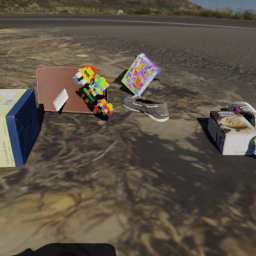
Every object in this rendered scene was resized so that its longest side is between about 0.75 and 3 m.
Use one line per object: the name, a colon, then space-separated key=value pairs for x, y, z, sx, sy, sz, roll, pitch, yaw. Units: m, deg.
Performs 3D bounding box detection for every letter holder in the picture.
letter holder: x=-2.507 y=-1.901 z=12.842 sx=2.942 sy=2.091 sz=1.480 roll=3 pitch=22 yaw=6

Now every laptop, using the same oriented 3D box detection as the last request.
laptop: x=0.518 y=-2.899 z=17.287 sx=1.900 sy=1.107 sz=2.144 roll=21 pitch=59 yaw=38

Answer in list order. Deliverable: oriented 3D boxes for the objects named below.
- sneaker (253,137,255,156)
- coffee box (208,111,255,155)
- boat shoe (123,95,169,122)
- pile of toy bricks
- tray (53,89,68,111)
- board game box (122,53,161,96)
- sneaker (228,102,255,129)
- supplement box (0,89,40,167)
sneaker: x=4.629 y=0.794 z=9.204 sx=1.565 sy=0.822 sz=0.593 roll=21 pitch=1 yaw=-25
coffee box: x=3.754 y=0.123 z=10.184 sx=1.158 sy=0.818 sz=2.049 roll=0 pitch=26 yaw=-1
boat shoe: x=0.803 y=-1.119 z=12.776 sx=0.941 sy=0.802 sz=2.815 roll=-20 pitch=32 yaw=-35
pile of toy bricks: x=-1.127 y=-1.525 z=10.564 sx=0.976 sy=1.977 sz=1.097 roll=-43 pitch=22 yaw=-16
tray: x=-2.861 y=-1.196 z=11.843 sx=0.104 sy=0.504 sz=0.939 roll=10 pitch=48 yaw=20
board game box: x=0.620 y=-2.616 z=14.067 sx=1.259 sy=1.873 sz=0.419 roll=45 pitch=45 yaw=5
sneaker: x=4.767 y=-0.537 z=11.624 sx=0.889 sy=0.750 sz=2.033 roll=-4 pitch=30 yaw=-23
supplement box: x=-4.677 y=-0.084 z=9.492 sx=2.640 sy=1.774 sz=2.642 roll=-2 pitch=26 yaw=-3
